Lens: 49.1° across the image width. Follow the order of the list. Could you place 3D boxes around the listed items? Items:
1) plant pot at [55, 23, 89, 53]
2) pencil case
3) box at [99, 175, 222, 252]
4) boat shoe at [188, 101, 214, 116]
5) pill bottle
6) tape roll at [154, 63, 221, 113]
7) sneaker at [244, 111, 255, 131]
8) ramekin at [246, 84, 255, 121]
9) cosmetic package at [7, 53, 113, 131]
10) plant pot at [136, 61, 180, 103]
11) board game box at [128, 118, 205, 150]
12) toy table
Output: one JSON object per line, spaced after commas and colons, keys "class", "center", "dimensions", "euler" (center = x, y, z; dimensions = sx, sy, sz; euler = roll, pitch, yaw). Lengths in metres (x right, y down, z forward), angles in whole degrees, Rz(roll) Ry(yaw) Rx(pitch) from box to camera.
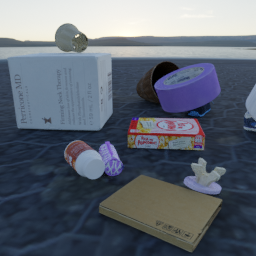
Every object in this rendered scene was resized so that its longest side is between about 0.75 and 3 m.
{"class": "plant pot", "center": [-1.894, -3.059, 9.780], "dimensions": [1.020, 1.020, 0.934], "euler": [-14, 33, -36]}
{"class": "pencil case", "center": [-0.433, 0.722, 6.646], "dimensions": [0.459, 0.467, 1.093], "euler": [-8, 18, -13]}
{"class": "box", "center": [0.606, 1.389, 5.007], "dimensions": [1.761, 0.187, 1.440], "euler": [11, 20, 33]}
{"class": "boat shoe", "center": [3.085, -1.125, 11.720], "dimensions": [1.055, 0.861, 2.507], "euler": [5, 17, 13]}
{"class": "pill bottle", "center": [-0.979, 0.726, 6.351], "dimensions": [0.626, 0.626, 1.117], "euler": [-10, 20, -29]}
{"class": "tape roll", "center": [2.330, -1.613, 11.063], "dimensions": [2.393, 1.017, 2.393], "euler": [-21, 23, 9]}
{"class": "sneaker", "center": [4.383, -0.272, 9.306], "dimensions": [0.994, 0.728, 0.401], "euler": [6, 19, 18]}
{"class": "ramekin", "center": [4.885, -0.686, 8.692], "dimensions": [2.339, 1.140, 2.339], "euler": [13, 39, -11]}
{"class": "cosmetic package", "center": [-2.179, -1.403, 9.998], "dimensions": [2.917, 2.441, 2.426], "euler": [1, 18, 7]}
{"class": "plant pot", "center": [1.308, -1.988, 13.323], "dimensions": [1.906, 1.906, 2.040], "euler": [-11, 3, -30]}
{"class": "board game box", "center": [1.106, 0.138, 8.405], "dimensions": [2.107, 0.488, 1.596], "euler": [1, 18, 5]}
{"class": "toy table", "center": [1.541, 0.963, 5.548], "dimensions": [0.805, 0.471, 0.740], "euler": [7, 20, -28]}
